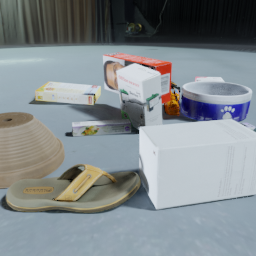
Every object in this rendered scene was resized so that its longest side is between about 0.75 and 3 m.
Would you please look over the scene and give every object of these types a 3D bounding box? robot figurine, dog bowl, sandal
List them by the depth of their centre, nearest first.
[{"bbox_3d":[-1.126,1.159,5.890,2.831,0.764,1.137,-1,21,-4],"label":"sandal"},{"bbox_3d":[3.519,-1.124,11.391,2.692,1.060,2.692,0,21,0],"label":"dog bowl"},{"bbox_3d":[1.317,-1.386,11.675,1.927,0.774,2.658,-6,38,3],"label":"robot figurine"}]

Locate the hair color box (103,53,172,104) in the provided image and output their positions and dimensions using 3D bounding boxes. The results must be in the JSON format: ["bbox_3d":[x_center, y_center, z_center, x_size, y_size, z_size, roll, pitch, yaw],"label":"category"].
[{"bbox_3d":[0.277,-1.967,10.838,0.905,1.501,2.957,-21,31,-36],"label":"hair color box"}]

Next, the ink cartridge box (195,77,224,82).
[{"bbox_3d":[4.132,-2.025,14.101,1.370,0.798,1.882,3,20,8],"label":"ink cartridge box"}]

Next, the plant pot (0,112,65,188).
[{"bbox_3d":[-3.070,0.348,7.367,2.688,1.241,2.688,1,20,0],"label":"plant pot"}]

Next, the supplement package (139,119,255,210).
[{"bbox_3d":[1.538,0.705,6.223,2.354,1.376,1.381,-4,21,-12],"label":"supplement package"}]

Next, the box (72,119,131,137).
[{"bbox_3d":[-0.893,-0.016,9.459,1.978,0.383,0.410,-4,24,-11],"label":"box"}]

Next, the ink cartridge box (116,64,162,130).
[{"bbox_3d":[0.398,-1.022,9.550,0.829,1.966,1.436,-27,37,-28],"label":"ink cartridge box"}]

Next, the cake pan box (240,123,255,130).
[{"bbox_3d":[3.903,0.086,9.422,0.852,0.242,0.925,-3,21,-14],"label":"cake pan box"}]

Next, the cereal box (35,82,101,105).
[{"bbox_3d":[-2.767,-1.683,13.387,2.709,0.535,1.949,6,22,3],"label":"cereal box"}]

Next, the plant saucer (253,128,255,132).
[{"bbox_3d":[5.016,0.319,8.345,2.449,0.336,2.449,2,27,-1],"label":"plant saucer"}]
